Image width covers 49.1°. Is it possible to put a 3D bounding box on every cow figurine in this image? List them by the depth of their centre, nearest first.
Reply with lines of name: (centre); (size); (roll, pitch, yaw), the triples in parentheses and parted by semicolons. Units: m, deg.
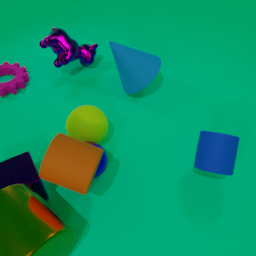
cow figurine: (-1.806, -2.598, 9.000); (0.881, 1.606, 1.580); (-2, 41, 52)

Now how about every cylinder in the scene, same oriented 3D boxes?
cylinder: (-1.915, 1.978, 5.104); (1.393, 1.393, 1.393); (34, 57, 26)
cylinder: (-1.100, 0.707, 5.567); (0.964, 0.964, 0.964); (21, 51, -1)
cylinder: (1.915, 0.532, 6.075); (0.829, 0.829, 0.829); (10, 90, 9)

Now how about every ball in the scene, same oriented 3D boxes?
ball: (-0.909, 0.751, 6.509); (0.896, 0.896, 0.896); (0, 49, 0)
ball: (-1.029, -0.048, 7.084); (1.057, 1.057, 1.057); (0, 49, 0)

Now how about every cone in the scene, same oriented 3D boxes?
cone: (-0.055, -2.011, 8.117); (1.456, 1.462, 1.456); (-31, 37, 27)

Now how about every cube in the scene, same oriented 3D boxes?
cube: (-2.362, 1.212, 6.124); (0.870, 0.870, 0.870); (-23, 53, -19)

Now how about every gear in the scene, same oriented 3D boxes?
gear: (-3.909, -1.568, 8.862); (1.444, 0.267, 1.444); (2, 47, -2)
